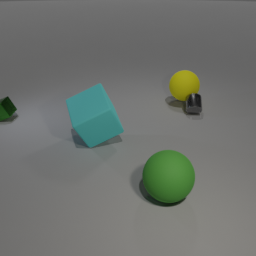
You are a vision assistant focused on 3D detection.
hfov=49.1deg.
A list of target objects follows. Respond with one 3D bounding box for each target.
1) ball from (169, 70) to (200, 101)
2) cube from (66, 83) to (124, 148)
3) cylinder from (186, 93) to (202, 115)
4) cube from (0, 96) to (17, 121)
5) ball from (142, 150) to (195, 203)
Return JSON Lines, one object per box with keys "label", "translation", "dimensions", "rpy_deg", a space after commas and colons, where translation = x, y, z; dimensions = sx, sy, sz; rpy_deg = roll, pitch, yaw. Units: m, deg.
{"label": "ball", "translation": [2.614, -1.965, 13.005], "dimensions": [1.400, 1.400, 1.400], "rpy_deg": [0, 28, 0]}
{"label": "cube", "translation": [-1.169, -0.426, 9.927], "dimensions": [1.400, 1.400, 1.400], "rpy_deg": [-26, 50, 3]}
{"label": "cylinder", "translation": [2.920, -1.064, 12.428], "dimensions": [0.700, 0.700, 0.700], "rpy_deg": [2, 62, 4]}
{"label": "cube", "translation": [-5.330, -0.805, 11.926], "dimensions": [0.700, 0.700, 0.700], "rpy_deg": [-17, 29, 18]}
{"label": "ball", "translation": [1.088, 1.289, 7.530], "dimensions": [1.400, 1.400, 1.400], "rpy_deg": [0, 28, 0]}
